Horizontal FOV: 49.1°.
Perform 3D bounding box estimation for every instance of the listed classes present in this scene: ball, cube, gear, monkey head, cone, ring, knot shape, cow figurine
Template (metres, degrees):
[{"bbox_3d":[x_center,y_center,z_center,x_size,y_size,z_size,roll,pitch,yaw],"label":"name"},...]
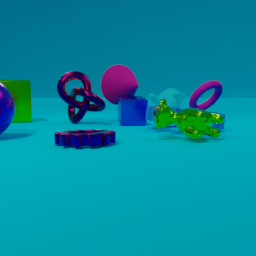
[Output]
[{"bbox_3d":[-2.911,-0.391,5.531,1.263,1.263,1.263,0,7,0],"label":"ball"},{"bbox_3d":[-3.965,-0.903,9.391,1.357,1.357,1.357,-2,7,-20],"label":"cube"},{"bbox_3d":[-0.765,0.167,5.058,1.082,0.200,1.082,-1,4,0],"label":"gear"},{"bbox_3d":[1.634,-1.303,12.007,1.345,1.127,1.870,40,-4,-19],"label":"monkey head"},{"bbox_3d":[0.006,-1.340,8.775,1.331,1.331,1.336,-3,10,-27],"label":"cone"},{"bbox_3d":[2.594,-1.043,9.343,1.276,1.276,0.255,-5,47,-35],"label":"ring"},{"bbox_3d":[-1.512,-0.815,8.589,1.577,1.476,0.729,40,37,6],"label":"knot shape"},{"bbox_3d":[1.437,-0.268,7.137,1.931,0.357,1.931,7,2,0],"label":"gear"},{"bbox_3d":[1.126,-0.173,5.585,1.189,0.653,1.170,1,15,-34],"label":"cow figurine"},{"bbox_3d":[0.119,-0.524,8.257,0.759,0.759,0.759,0,15,-10],"label":"cube"}]
